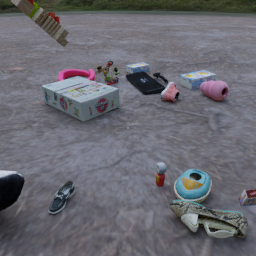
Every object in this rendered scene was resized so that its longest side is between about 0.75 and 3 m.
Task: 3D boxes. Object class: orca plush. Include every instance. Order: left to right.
[{"bbox_3d":[-3.363,1.461,4.984,2.944,1.549,1.047,0,59,-7],"label":"orca plush"}]

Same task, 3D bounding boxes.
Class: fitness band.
[{"bbox_3d":[-2.330,-2.286,12.759,1.644,0.428,2.289,-5,27,-10],"label":"fitness band"}]

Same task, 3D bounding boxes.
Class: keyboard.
[{"bbox_3d":[0.979,-2.100,12.593,1.607,0.260,2.529,-15,31,-13],"label":"keyboard"}]

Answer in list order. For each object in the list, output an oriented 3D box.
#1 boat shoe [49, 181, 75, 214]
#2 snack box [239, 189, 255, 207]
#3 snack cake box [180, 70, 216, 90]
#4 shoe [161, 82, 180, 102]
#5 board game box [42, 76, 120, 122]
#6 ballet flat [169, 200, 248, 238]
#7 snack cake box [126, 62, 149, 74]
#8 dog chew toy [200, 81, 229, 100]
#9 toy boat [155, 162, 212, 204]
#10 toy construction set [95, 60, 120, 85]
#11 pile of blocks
[{"bbox_3d":[-1.392,1.424,5.846,0.318,0.253,0.840,7,28,13],"label":"boat shoe"},{"bbox_3d":[1.914,0.828,3.468,0.981,0.353,0.119,-6,58,3],"label":"snack box"},{"bbox_3d":[3.098,-2.154,12.436,1.411,0.474,0.811,-16,30,-27],"label":"snack cake box"},{"bbox_3d":[1.791,-1.419,11.102,0.586,0.460,1.289,14,36,23],"label":"shoe"},{"bbox_3d":[-1.733,-1.158,10.251,2.352,0.756,1.735,23,36,39],"label":"board game box"},{"bbox_3d":[1.450,1.703,5.139,1.441,0.489,0.542,10,41,12],"label":"ballet flat"},{"bbox_3d":[0.501,-3.046,14.273,1.047,0.352,0.602,-18,31,-30],"label":"snack cake box"},{"bbox_3d":[3.345,-1.530,11.050,0.752,0.752,1.208,-16,24,-27],"label":"dog chew toy"},{"bbox_3d":[1.155,1.139,6.048,1.232,0.572,1.035,14,31,23],"label":"toy boat"},{"bbox_3d":[-1.005,-2.373,12.700,0.947,1.028,1.232,-12,47,17],"label":"toy construction set"},{"bbox_3d":[-2.341,-3.092,7.860,0.555,1.785,0.733,-49,27,2],"label":"pile of blocks"}]
